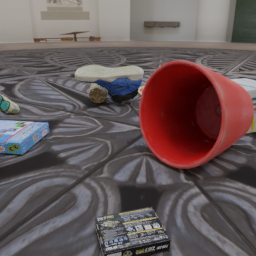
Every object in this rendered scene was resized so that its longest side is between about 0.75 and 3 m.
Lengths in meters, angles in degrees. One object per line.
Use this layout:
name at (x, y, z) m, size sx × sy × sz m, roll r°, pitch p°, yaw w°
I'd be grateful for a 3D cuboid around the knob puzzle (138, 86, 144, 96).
knob puzzle at (1.527, -2.021, 14.615) m, size 2.613 × 0.362 × 2.613 m, roll 0°, pitch 22°, yaw 0°

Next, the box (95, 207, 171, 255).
box at (0.046, 1.855, 4.962) m, size 1.149 × 0.282 × 0.926 m, roll -6°, pitch 24°, yaw -16°

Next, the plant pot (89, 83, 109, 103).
plant pot at (-1.334, -1.734, 13.098) m, size 1.170 × 1.170 × 1.071 m, roll 3°, pitch 34°, yaw 7°

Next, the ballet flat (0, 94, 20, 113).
ballet flat at (-5.170, -0.965, 11.891) m, size 0.587 × 0.635 × 1.882 m, roll 18°, pitch 7°, yaw -46°

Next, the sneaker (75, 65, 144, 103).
sneaker at (-0.826, -1.784, 12.073) m, size 2.938 × 1.634 × 1.128 m, roll -7°, pitch 41°, yaw -22°

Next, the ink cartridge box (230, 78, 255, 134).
ink cartridge box at (3.744, -0.772, 9.780) m, size 2.180 × 1.584 × 1.577 m, roll -9°, pitch 23°, yaw -21°

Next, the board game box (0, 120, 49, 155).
board game box at (-3.963, 0.223, 8.865) m, size 2.308 × 0.422 × 1.745 m, roll 4°, pitch 22°, yaw 10°

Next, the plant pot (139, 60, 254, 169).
plant pot at (2.070, -0.417, 7.829) m, size 2.423 × 2.739 × 2.739 m, roll -6°, pitch 20°, yaw -42°
